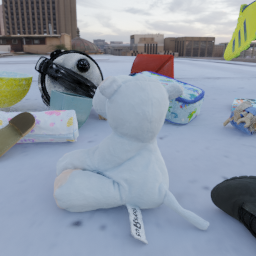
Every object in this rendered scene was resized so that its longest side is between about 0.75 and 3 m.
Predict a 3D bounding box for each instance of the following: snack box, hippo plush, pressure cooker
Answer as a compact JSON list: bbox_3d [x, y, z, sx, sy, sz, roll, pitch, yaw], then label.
[{"bbox_3d":[4.819,-0.929,11.526,0.946,0.302,1.628,8,19,23],"label":"snack box"},{"bbox_3d":[-0.222,0.198,4.808,2.201,2.222,2.764,-6,19,-17],"label":"hippo plush"},{"bbox_3d":[-2.114,-1.691,10.227,2.277,2.313,2.589,-18,14,-19],"label":"pressure cooker"}]

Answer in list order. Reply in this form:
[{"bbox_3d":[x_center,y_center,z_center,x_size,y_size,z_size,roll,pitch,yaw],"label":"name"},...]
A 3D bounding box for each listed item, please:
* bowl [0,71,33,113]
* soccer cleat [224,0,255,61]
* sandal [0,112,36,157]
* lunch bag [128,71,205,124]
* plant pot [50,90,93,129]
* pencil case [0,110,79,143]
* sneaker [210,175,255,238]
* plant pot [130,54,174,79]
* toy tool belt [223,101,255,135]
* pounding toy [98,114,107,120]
[{"bbox_3d":[-5.139,-1.368,10.770,2.790,1.501,2.790,5,14,-1],"label":"bowl"},{"bbox_3d":[3.653,-3.218,8.555,1.022,2.443,0.790,33,27,-4],"label":"soccer cleat"},{"bbox_3d":[-3.159,0.392,6.924,0.743,0.666,2.025,46,61,7],"label":"sandal"},{"bbox_3d":[1.305,-1.221,10.358,2.786,1.149,2.239,24,26,24],"label":"lunch bag"},{"bbox_3d":[-1.863,-0.537,8.865,1.052,1.072,1.050,7,10,-39],"label":"plant pot"},{"bbox_3d":[-2.475,-0.016,7.661,2.209,0.918,1.002,-3,21,-9],"label":"pencil case"},{"bbox_3d":[2.023,1.293,3.958,0.907,0.759,1.999,-27,27,-37],"label":"sneaker"},{"bbox_3d":[0.980,-2.181,12.445,1.763,1.765,1.555,8,33,24],"label":"plant pot"},{"bbox_3d":[3.593,-0.166,8.470,0.968,0.983,1.575,-33,17,1],"label":"toy tool belt"},{"bbox_3d":[-0.634,-0.571,10.044,0.636,0.634,1.109,9,1,23],"label":"pounding toy"}]
